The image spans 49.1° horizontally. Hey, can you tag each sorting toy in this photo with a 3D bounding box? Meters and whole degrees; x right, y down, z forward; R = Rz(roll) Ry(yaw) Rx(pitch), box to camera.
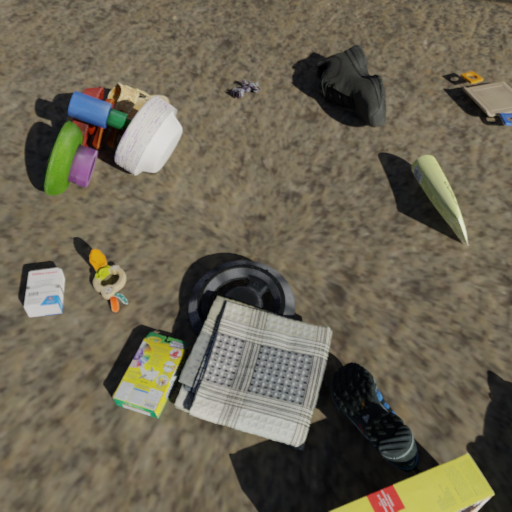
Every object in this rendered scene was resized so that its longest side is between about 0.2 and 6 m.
[{"bbox_3d":[-3.374,-2.465,11.869,1.265,1.852,3.083,18,47,-13],"label":"sorting toy"},{"bbox_3d":[5.992,-3.876,14.035,1.343,0.325,2.385,-10,50,-14],"label":"sorting toy"}]

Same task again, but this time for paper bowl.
[{"bbox_3d":[-2.209,-2.463,11.941,0.875,1.683,1.683,31,52,-6],"label":"paper bowl"}]

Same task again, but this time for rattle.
[{"bbox_3d":[-2.642,0.428,10.044,0.633,0.695,0.973,-3,43,-17],"label":"rattle"}]

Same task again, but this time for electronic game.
[{"bbox_3d":[-0.254,0.888,9.804,1.875,0.390,1.875,-1,57,1],"label":"electronic game"}]

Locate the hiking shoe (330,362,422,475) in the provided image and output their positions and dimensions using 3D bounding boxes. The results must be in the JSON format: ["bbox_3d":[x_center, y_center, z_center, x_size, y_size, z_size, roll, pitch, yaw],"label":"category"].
[{"bbox_3d":[1.702,2.399,8.293,0.719,0.838,1.934,-31,33,0],"label":"hiking shoe"}]

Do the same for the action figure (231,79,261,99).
[{"bbox_3d":[-0.229,-4.311,14.422,0.567,0.302,0.872,32,52,31],"label":"action figure"}]

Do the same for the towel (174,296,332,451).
[{"bbox_3d":[-0.027,1.746,8.830,2.141,0.370,2.062,14,62,10],"label":"towel"}]

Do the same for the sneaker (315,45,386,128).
[{"bbox_3d":[2.309,-4.041,13.804,1.393,1.165,3.069,-14,43,1],"label":"sneaker"}]

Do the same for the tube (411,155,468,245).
[{"bbox_3d":[3.779,-1.183,11.337,0.618,0.553,2.131,7,45,-21],"label":"tube"}]

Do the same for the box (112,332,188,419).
[{"bbox_3d":[-1.658,1.876,9.020,0.768,0.316,1.308,14,53,13],"label":"box"}]

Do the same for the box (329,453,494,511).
[{"bbox_3d":[1.752,3.415,7.271,2.504,0.942,0.627,-16,51,-12],"label":"box"}]

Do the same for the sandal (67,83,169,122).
[{"bbox_3d":[-3.334,-3.729,13.534,2.558,0.841,0.938,-21,51,-17],"label":"sandal"}]

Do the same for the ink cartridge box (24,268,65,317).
[{"bbox_3d":[-3.786,0.654,10.055,0.589,0.340,0.807,-6,49,-5],"label":"ink cartridge box"}]
